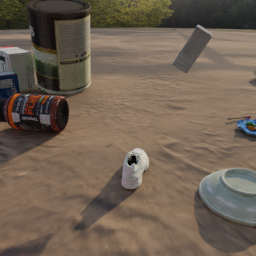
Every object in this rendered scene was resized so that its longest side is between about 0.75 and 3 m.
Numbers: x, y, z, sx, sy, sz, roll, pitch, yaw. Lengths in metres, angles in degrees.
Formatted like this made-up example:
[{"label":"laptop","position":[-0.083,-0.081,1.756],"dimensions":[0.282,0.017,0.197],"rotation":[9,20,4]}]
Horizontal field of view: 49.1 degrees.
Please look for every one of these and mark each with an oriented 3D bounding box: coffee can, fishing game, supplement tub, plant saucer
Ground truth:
[{"label":"coffee can","position":[-2.429,-3.002,10.323],"dimensions":[2.138,2.921,2.138],"rotation":[3,36,-2]},{"label":"fishing game","position":[3.470,-0.057,7.373],"dimensions":[1.199,0.260,1.674],"rotation":[-6,24,-20]},{"label":"supplement tub","position":[-2.512,-0.410,7.314],"dimensions":[1.763,0.943,0.943],"rotation":[3,24,9]},{"label":"plant saucer","position":[1.945,1.022,4.727],"dimensions":[1.445,0.363,1.445],"rotation":[0,23,0]}]

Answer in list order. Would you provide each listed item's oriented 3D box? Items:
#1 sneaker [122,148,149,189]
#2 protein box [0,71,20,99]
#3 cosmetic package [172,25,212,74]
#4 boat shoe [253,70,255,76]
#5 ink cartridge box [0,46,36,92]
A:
[{"label":"sneaker","position":[0.163,0.646,5.428],"dimensions":[0.443,0.505,1.259],"rotation":[2,22,9]},{"label":"protein box","position":[-4.168,-1.276,9.210],"dimensions":[1.012,1.005,0.683],"rotation":[-15,27,-30]},{"label":"cosmetic package","position":[1.461,-1.789,6.366],"dimensions":[0.450,0.998,0.533],"rotation":[30,26,1]},{"label":"boat shoe","position":[6.540,-2.574,12.677],"dimensions":[1.744,0.645,0.579],"rotation":[-6,30,-12]},{"label":"ink cartridge box","position":[-4.511,-2.360,11.115],"dimensions":[0.857,1.477,2.047],"rotation":[-18,29,-35]}]
